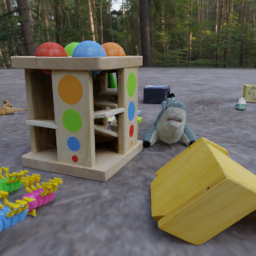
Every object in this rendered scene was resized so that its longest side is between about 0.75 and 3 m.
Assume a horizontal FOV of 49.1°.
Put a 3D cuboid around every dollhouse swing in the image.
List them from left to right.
[{"bbox_3d":[1.255,1.023,3.828,1.364,1.320,1.501,-40,10,12],"label":"dollhouse swing"}]

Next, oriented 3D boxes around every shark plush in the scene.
[{"bbox_3d":[1.216,-0.344,7.235,1.264,1.158,2.781,4,15,15],"label":"shark plush"}]

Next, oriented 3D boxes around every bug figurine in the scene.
[{"bbox_3d":[-1.755,0.944,3.751,1.810,0.466,1.403,4,9,32],"label":"bug figurine"}]

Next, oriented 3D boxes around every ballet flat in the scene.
[{"bbox_3d":[4.526,-1.000,11.200,0.460,0.460,1.239,5,16,18],"label":"ballet flat"}]

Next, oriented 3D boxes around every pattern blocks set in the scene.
[{"bbox_3d":[-0.584,-0.347,9.119,2.115,0.195,2.406,4,16,14],"label":"pattern blocks set"}]

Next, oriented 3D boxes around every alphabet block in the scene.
[{"bbox_3d":[5.681,-1.574,12.683,0.803,0.784,0.788,3,13,15],"label":"alphabet block"}]

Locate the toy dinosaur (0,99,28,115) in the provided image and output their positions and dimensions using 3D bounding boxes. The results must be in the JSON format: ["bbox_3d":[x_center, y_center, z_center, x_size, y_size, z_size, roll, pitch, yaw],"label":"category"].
[{"bbox_3d":[-4.295,-0.647,10.109,1.542,0.466,0.819,-8,40,-10],"label":"toy dinosaur"}]

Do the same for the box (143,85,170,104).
[{"bbox_3d":[1.299,-1.519,12.587,1.168,0.726,1.177,1,15,7],"label":"box"}]

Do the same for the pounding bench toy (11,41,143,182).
[{"bbox_3d":[-0.650,-0.637,6.057,1.847,2.319,2.973,6,16,23],"label":"pounding bench toy"}]
